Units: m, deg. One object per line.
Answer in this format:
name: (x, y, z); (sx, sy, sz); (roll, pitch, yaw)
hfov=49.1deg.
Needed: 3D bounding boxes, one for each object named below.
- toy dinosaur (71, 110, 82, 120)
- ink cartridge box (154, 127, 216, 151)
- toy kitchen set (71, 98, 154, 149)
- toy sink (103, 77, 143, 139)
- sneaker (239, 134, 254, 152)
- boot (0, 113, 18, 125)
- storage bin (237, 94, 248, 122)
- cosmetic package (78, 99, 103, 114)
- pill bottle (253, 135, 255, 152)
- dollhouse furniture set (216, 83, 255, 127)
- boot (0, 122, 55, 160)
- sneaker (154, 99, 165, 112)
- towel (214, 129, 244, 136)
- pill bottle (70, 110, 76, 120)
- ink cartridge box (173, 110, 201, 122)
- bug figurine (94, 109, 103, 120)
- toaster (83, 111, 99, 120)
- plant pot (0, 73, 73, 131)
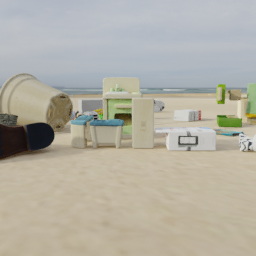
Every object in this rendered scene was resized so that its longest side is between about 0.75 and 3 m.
toy dinosaur: (-2.444, -0.490, 13.530); (0.843, 0.572, 0.431); (1, -33, 19)
ink cartridge box: (1.498, 0.282, 7.593); (1.532, 0.520, 0.889); (0, 8, 2)
toy kitchen set: (-0.446, -0.235, 8.299); (2.302, 1.356, 1.844); (0, 8, 0)
toy sink: (-0.188, -0.692, 9.282); (1.297, 1.990, 1.115); (0, 7, -4)
sneaker: (3.267, 0.391, 7.395); (0.603, 0.370, 0.926); (4, 9, 17)
boot: (-4.313, -0.103, 9.405); (1.209, 0.790, 0.410); (-2, 8, -16)
storage bin: (7.177, -1.076, 14.468); (2.836, 1.339, 2.857); (2, 8, 18)
cosmetic package: (-2.317, -1.419, 18.399); (1.789, 0.956, 0.807); (-2, 9, -24)
pill bottle: (3.488, 0.406, 6.464); (0.586, 0.586, 1.044); (-7, 11, -43)
dollhouse furniture set: (5.344, -1.018, 12.072); (2.849, 1.866, 1.430); (1, 7, 11)
boot: (-3.190, 0.328, 6.753); (2.522, 0.942, 1.222); (0, -8, -41)
sneaker: (1.294, -1.604, 19.674); (2.326, 0.928, 1.514); (-13, 20, -17)
towel: (3.467, 0.152, 10.045); (0.795, 0.118, 1.084); (-5, 9, -37)
pill bottle: (-3.171, -0.643, 14.431); (0.897, 0.488, 0.488); (-8, 11, -39)
ink cartridge box: (3.042, -0.649, 14.333); (0.900, 0.522, 1.248); (7, 11, 42)
bug figurine: (-0.255, -0.784, 14.513); (2.309, 0.766, 2.977); (-1, 9, 41)
toaster: (-1.793, -0.561, 13.903); (0.852, 0.484, 0.551); (-5, 13, -26)
plant pot: (-3.382, -0.822, 10.801); (2.067, 2.258, 2.258); (17, 15, 25)
